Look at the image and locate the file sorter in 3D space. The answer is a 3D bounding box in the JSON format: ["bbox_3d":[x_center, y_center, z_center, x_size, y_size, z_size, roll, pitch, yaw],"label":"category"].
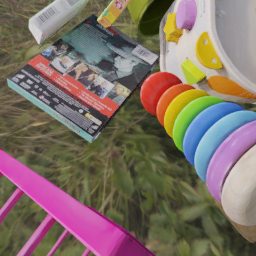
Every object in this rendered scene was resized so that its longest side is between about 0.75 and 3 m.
[{"bbox_3d":[-0.907,1.667,2.831,2.887,2.006,1.811,12,58,50],"label":"file sorter"}]

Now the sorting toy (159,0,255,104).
[{"bbox_3d":[1.306,-1.839,5.331,1.550,2.612,2.902,-2,91,-18],"label":"sorting toy"}]

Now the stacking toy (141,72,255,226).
[{"bbox_3d":[0.867,-0.075,3.316,1.009,1.009,2.364,-20,39,-14],"label":"stacking toy"}]

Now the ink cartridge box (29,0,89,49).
[{"bbox_3d":[-1.625,-2.518,6.444,1.385,0.431,1.721,-43,20,-12],"label":"ink cartridge box"}]

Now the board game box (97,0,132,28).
[{"bbox_3d":[0.250,-2.913,5.387,2.270,0.340,1.084,-51,19,8],"label":"board game box"}]

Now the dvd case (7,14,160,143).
[{"bbox_3d":[-0.806,-1.308,6.364,2.173,0.328,2.976,33,58,5],"label":"dvd case"}]

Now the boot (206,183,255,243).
[{"bbox_3d":[2.169,0.259,4.265,2.437,0.806,2.134,-44,71,22],"label":"boot"}]

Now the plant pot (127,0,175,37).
[{"bbox_3d":[0.627,-3.964,7.148,2.276,2.276,2.191,-29,81,-20],"label":"plant pot"}]
